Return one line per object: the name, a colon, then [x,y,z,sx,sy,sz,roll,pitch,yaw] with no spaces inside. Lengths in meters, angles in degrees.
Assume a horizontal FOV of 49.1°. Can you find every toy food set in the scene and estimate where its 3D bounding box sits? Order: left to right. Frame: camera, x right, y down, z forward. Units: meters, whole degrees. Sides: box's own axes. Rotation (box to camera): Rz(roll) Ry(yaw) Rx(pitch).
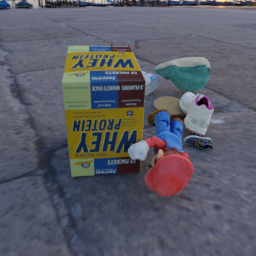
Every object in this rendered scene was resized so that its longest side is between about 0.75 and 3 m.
toy food set: [1.467,-0.758,9.768,1.211,0.298,1.224,14,34,10]

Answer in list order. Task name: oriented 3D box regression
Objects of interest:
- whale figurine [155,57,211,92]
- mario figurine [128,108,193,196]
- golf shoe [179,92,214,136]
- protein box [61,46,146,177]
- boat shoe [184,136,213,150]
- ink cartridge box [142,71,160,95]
whale figurine: [2.114,-1.991,10.665,1.926,1.256,2.422,-5,2,45]
mario figurine: [0.729,0.608,6.393,1.420,1.219,2.300,6,38,3]
golf shoe: [2.202,-0.691,8.778,0.832,1.011,2.209,17,32,-10]
protein box: [-0.635,-0.521,6.991,1.659,2.442,2.459,-3,32,-7]
boat shoe: [1.941,0.416,7.692,0.783,0.277,0.355,2,29,4]
ink cartridge box: [0.521,-1.908,11.550,0.828,0.484,1.428,-37,41,-24]
